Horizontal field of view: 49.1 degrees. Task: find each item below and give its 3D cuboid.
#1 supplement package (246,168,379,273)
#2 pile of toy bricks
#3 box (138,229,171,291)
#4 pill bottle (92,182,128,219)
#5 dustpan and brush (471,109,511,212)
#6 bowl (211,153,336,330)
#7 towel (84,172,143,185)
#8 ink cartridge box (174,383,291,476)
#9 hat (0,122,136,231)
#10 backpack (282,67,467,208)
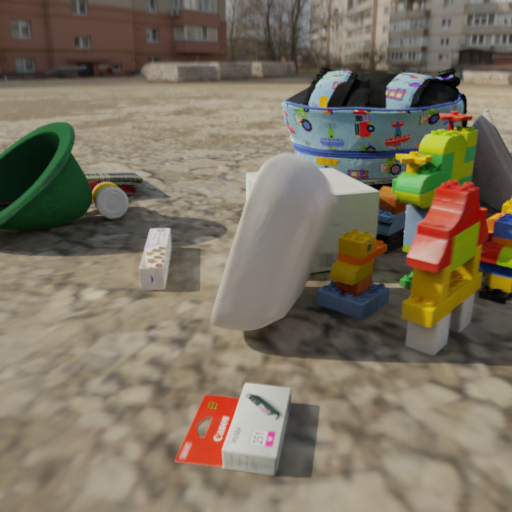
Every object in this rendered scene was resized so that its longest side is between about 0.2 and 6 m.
[{"bbox_3d":[0.791,-0.583,8.682,1.565,1.204,1.637,-6,22,-16],"label":"supplement package"},{"bbox_3d":[2.583,-0.792,7.727,2.581,2.296,4.652,17,27,38],"label":"pile of toy bricks"},{"bbox_3d":[-1.483,0.017,8.361,0.339,0.363,1.754,-2,22,-5],"label":"box"},{"bbox_3d":[-2.874,-1.113,10.916,0.600,0.600,1.080,-8,18,-20],"label":"pill bottle"},{"bbox_3d":[4.877,-1.705,11.544,0.889,2.168,3.106,-26,-5,-6],"label":"dustpan and brush"},{"bbox_3d":[0.302,-0.134,6.515,0.746,1.995,1.997,21,18,11],"label":"bowl"},{"bbox_3d":[-3.544,-1.688,12.651,1.836,0.317,1.768,-3,13,-18],"label":"towel"},{"bbox_3d":[-0.165,1.439,4.833,0.834,0.209,0.961,5,21,9],"label":"ink cartridge box"},{"bbox_3d":[-3.494,-0.760,10.534,2.525,2.684,3.049,25,70,46],"label":"hat"},{"bbox_3d":[2.355,-2.370,11.314,3.636,2.679,3.982,7,21,17],"label":"backpack"}]
